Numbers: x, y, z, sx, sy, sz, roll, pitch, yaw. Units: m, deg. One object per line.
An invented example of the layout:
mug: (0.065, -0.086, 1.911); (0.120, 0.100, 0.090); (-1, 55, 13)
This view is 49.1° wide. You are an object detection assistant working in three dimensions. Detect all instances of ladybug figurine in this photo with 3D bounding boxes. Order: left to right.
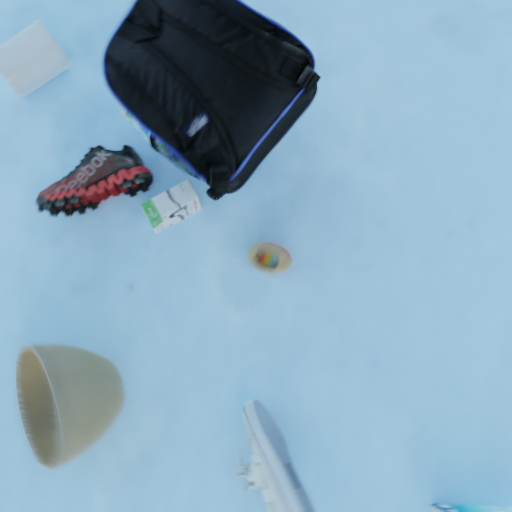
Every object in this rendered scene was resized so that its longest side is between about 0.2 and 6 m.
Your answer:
ladybug figurine: (0.251, 0.016, 9.573); (0.831, 0.564, 0.299); (13, 34, 24)

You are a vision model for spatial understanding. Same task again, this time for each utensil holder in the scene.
utensil holder: (-4.152, -3.577, 10.280); (1.134, 0.964, 0.964); (-39, 79, -7)

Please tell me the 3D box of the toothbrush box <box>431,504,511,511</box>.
toothbrush box: (3.563, 4.440, 8.345); (1.695, 0.723, 1.241); (4, 76, -1)

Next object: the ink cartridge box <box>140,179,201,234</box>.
ink cartridge box: (-1.461, -0.849, 9.710); (0.941, 0.687, 0.396); (-30, 78, -7)

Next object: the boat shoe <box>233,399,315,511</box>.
boat shoe: (0.099, 3.339, 8.588); (0.916, 0.794, 2.149); (-32, 65, 11)

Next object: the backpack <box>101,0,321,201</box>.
backpack: (-0.828, -2.803, 9.310); (3.022, 2.220, 2.765); (39, 93, 3)

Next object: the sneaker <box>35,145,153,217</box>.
sneaker: (-2.893, -1.365, 9.825); (2.044, 0.723, 0.999); (-20, 77, -7)

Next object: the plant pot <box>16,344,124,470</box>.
plant pot: (-2.763, 2.156, 8.570); (1.224, 1.822, 1.822); (-8, 72, -39)
